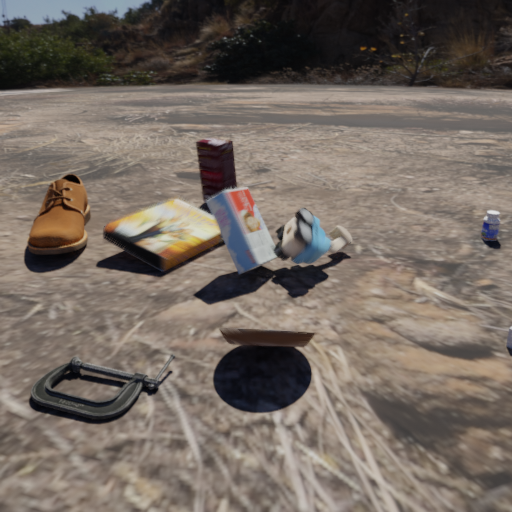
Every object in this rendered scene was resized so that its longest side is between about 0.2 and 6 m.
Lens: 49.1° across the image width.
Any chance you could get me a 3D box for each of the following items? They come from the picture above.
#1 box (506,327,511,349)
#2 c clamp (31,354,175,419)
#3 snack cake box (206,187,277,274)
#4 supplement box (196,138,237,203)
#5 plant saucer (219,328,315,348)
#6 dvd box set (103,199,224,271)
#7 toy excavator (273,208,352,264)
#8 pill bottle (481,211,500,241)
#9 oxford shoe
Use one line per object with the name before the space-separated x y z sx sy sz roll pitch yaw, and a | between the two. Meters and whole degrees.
box | 4.812 1.152 8.394 1.749 0.360 1.364 -19 28 -41
c clamp | -2.051 1.662 7.402 1.594 0.216 1.362 6 28 12
snack cake box | -0.247 -0.506 10.778 0.517 1.538 0.884 -26 -3 32
supplement box | -1.023 -2.216 14.854 0.917 1.686 0.513 16 32 38
plant saucer | 0.148 1.156 7.882 1.349 0.232 1.349 2 -10 0
dvd box set | -1.847 -0.517 12.090 1.698 0.341 2.321 27 32 24
toy excavator | 1.227 -0.282 11.209 1.569 0.784 1.526 34 38 -19
pill bottle | 5.271 -0.679 12.573 0.352 0.628 0.352 0 22 0
oxford shoe | -4.441 -0.991 12.574 1.267 1.266 3.552 -3 24 -12
